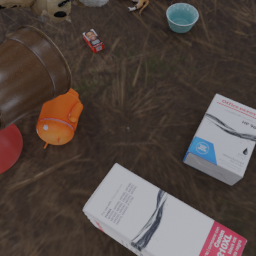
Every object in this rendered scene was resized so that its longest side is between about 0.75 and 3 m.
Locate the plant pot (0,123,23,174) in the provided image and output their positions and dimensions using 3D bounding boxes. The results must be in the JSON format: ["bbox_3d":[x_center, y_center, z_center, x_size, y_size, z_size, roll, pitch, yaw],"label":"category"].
[{"bbox_3d":[-3.816,0.171,7.135,1.808,1.600,1.808,0,62,-1],"label":"plant pot"}]

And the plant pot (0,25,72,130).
[{"bbox_3d":[-2.388,-0.962,5.837,1.714,1.714,1.697,33,57,16],"label":"plant pot"}]

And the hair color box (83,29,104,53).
[{"bbox_3d":[-1.169,-2.953,9.497,0.402,0.243,0.793,-30,66,-13],"label":"hair color box"}]

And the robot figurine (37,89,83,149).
[{"bbox_3d":[-1.876,-0.307,7.691,1.279,1.037,1.779,7,63,3],"label":"robot figurine"}]

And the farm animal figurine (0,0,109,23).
[{"bbox_3d":[-1.553,-2.643,5.525,2.518,1.266,2.033,14,33,8],"label":"farm animal figurine"}]

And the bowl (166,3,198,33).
[{"bbox_3d":[1.845,-3.731,9.714,1.088,0.569,1.088,0,63,1],"label":"bowl"}]

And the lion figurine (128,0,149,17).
[{"bbox_3d":[0.275,-4.908,10.386,1.059,0.627,1.730,-33,81,-24],"label":"lion figurine"}]

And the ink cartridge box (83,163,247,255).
[{"bbox_3d":[0.620,2.156,5.850,2.796,2.024,1.179,29,66,15],"label":"ink cartridge box"}]

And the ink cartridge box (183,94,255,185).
[{"bbox_3d":[2.687,0.077,7.598,1.442,0.843,2.485,25,66,12],"label":"ink cartridge box"}]
